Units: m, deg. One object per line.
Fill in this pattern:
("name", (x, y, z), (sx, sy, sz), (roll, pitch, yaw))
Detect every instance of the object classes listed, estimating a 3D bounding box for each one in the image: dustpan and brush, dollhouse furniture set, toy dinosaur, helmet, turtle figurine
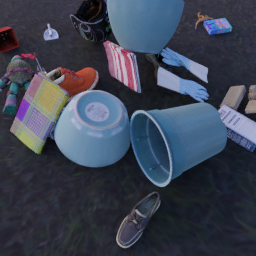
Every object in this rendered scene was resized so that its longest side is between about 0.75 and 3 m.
("dustpan and brush", (-4.133, -5.125, 14.852), (0.726, 0.298, 1.041), (-13, 54, -10))
("dollhouse furniture set", (5.049, -0.681, 11.508), (1.840, 1.499, 1.750), (0, 43, 45))
("toy dinosaur", (4.100, -6.003, 15.440), (1.415, 0.427, 0.751), (-23, 58, -16))
("helmet", (-1.671, -5.355, 13.904), (2.209, 2.106, 2.209), (-1, 80, 5))
("turtle figurine", (-4.557, -2.015, 11.874), (2.241, 1.507, 2.994), (-13, 61, -6))

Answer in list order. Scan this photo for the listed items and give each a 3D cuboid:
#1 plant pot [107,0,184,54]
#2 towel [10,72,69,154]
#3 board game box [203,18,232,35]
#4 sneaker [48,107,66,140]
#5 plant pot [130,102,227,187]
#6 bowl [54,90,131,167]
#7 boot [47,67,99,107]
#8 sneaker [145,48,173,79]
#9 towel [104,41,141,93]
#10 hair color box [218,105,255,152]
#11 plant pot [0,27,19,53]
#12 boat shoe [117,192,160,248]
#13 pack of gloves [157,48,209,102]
("plant pot", (0.596, -4.038, 11.163), (2.991, 2.015, 2.991), (5, 15, -1))
("towel", (-3.325, -0.593, 10.502), (1.912, 0.303, 2.662), (34, 102, 26))
("board game box", (4.842, -5.501, 15.146), (1.234, 0.278, 0.938), (-11, 54, -8))
("sneaker", (-2.766, -0.293, 11.086), (0.931, 0.652, 1.613), (23, 51, 22))
("plant pot", (1.771, 0.345, 9.553), (2.530, 2.583, 2.583), (-16, 54, -22))
("bowl", (-1.124, -0.226, 10.052), (2.910, 1.522, 2.910), (8, 53, -12))
("boot", (-2.348, -2.020, 11.755), (1.069, 1.527, 2.848), (28, 53, 28))
("sneaker", (1.508, -3.372, 13.069), (1.033, 1.086, 2.739), (-13, 53, -7))
("towel", (-0.263, -2.531, 11.566), (0.265, 1.679, 2.331), (-26, 38, -19))
("hair color box", (4.235, -0.017, 10.850), (1.888, 0.571, 0.944), (36, 61, 24))
("plant pot", (-6.210, -4.533, 14.047), (0.995, 0.996, 0.878), (-27, 47, -19))
("boat shoe", (0.339, 2.756, 8.721), (0.713, 0.656, 1.995), (32, 60, 22))
("pack of gloves", (2.488, -2.324, 11.785), (2.599, 0.513, 2.184), (19, 56, -21))
